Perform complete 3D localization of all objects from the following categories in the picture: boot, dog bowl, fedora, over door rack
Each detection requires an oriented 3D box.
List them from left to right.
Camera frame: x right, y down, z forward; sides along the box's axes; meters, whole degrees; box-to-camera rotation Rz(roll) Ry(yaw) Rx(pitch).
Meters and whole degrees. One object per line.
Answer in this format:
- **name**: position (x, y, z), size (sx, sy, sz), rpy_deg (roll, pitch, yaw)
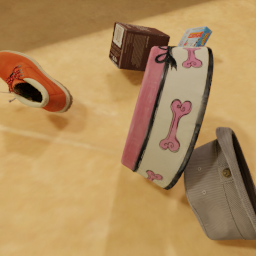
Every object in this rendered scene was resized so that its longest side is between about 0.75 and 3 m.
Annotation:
- **over door rack**: position (-3.358, -1.159, 7.662), size (1.230, 0.410, 0.909), rpy_deg (15, 38, -36)
- **boot**: position (-2.657, -1.248, 7.002), size (2.482, 0.931, 1.331), rpy_deg (33, 13, 11)
- **dog bowl**: position (0.637, -0.305, 5.497), size (1.042, 2.825, 2.825), rpy_deg (15, 48, -1)
- **fedora**: position (1.755, 1.195, 5.192), size (1.089, 2.134, 2.413), rpy_deg (-21, 70, 24)

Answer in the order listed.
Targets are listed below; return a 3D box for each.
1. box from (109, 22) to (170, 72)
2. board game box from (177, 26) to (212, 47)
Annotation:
- **box**: position (0.296, -2.414, 8.403), size (1.392, 1.143, 1.155), rpy_deg (2, 29, -21)
- **board game box**: position (2.019, -2.671, 8.932), size (1.039, 0.297, 1.061), rpy_deg (-60, 27, 2)
